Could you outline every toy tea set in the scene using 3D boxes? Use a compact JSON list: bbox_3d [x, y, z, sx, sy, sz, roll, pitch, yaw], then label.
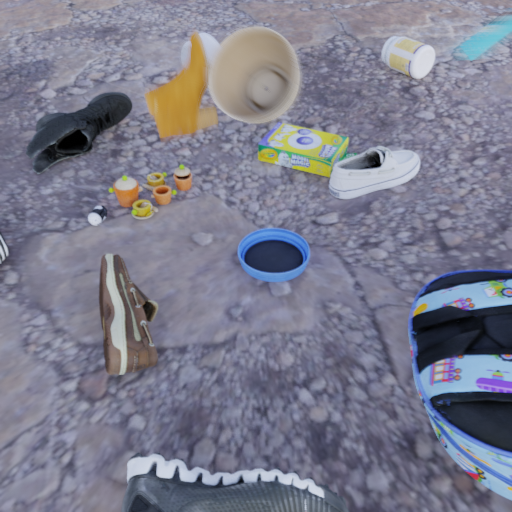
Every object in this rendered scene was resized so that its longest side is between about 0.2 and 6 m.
[{"bbox_3d":[-2.312,-1.622,12.574,1.131,0.704,1.902,26,47,28],"label":"toy tea set"}]

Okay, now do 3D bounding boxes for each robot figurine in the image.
[{"bbox_3d":[-3.385,-0.864,12.001,0.312,0.376,0.500,23,42,0],"label":"robot figurine"}]

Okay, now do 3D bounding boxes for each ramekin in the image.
[{"bbox_3d":[-1.280,-4.566,13.060,1.117,1.117,0.520,32,50,32],"label":"ramekin"}]

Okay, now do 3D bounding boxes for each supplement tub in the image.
[{"bbox_3d":[4.837,-6.372,17.899,1.044,1.044,1.436,-25,46,-27],"label":"supplement tub"}]

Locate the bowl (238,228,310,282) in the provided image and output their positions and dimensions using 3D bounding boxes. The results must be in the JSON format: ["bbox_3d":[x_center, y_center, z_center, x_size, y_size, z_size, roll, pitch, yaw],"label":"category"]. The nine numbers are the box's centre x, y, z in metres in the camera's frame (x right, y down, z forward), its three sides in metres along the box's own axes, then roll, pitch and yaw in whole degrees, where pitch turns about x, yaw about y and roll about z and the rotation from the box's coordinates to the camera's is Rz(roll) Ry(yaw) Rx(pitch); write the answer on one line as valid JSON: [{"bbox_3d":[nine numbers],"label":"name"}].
[{"bbox_3d":[0.344,-0.017,11.022,1.413,0.277,1.413,0,40,0],"label":"bowl"}]

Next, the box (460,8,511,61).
[{"bbox_3d":[4.320,-4.088,10.342,1.028,0.253,0.423,-36,22,26],"label":"box"}]

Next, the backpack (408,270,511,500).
[{"bbox_3d":[3.866,1.756,7.142,3.813,2.565,3.481,1,40,8],"label":"backpack"}]

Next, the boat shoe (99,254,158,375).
[{"bbox_3d":[-2.151,0.951,9.540,0.926,0.924,2.503,0,45,-20],"label":"boat shoe"}]

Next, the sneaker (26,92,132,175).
[{"bbox_3d":[-4.406,-3.188,14.311,3.102,0.932,1.618,-25,45,-19],"label":"sneaker"}]

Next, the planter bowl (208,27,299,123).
[{"bbox_3d":[0.079,-3.337,10.816,1.721,1.721,1.159,14,4,16],"label":"planter bowl"}]

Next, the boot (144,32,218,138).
[{"bbox_3d":[-1.563,-3.365,11.112,1.351,1.888,0.664,-12,15,-7],"label":"boot"}]

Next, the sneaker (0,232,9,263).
[{"bbox_3d":[-6.092,-0.268,10.968,2.705,1.021,1.556,19,35,10],"label":"sneaker"}]

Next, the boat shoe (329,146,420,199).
[{"bbox_3d":[2.808,-2.123,13.049,2.586,0.850,0.930,-18,44,-20],"label":"boat shoe"}]

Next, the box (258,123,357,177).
[{"bbox_3d":[1.303,-2.624,13.904,2.232,0.540,1.309,18,44,18],"label":"box"}]

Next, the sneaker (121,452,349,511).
[{"bbox_3d":[-0.355,3.248,6.726,2.879,0.957,1.303,4,43,10],"label":"sneaker"}]
